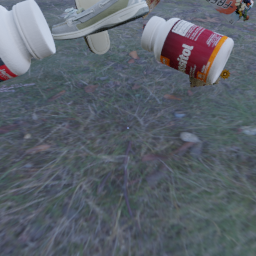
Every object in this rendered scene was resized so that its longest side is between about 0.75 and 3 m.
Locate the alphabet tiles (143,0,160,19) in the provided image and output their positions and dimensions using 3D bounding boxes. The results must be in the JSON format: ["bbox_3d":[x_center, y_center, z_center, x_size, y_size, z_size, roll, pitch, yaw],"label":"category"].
[{"bbox_3d":[0.789,-4.727,9.515,0.077,2.045,1.710,37,78,16],"label":"alphabet tiles"}]

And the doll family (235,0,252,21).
[{"bbox_3d":[3.311,-3.536,7.975,0.423,1.078,0.623,15,-8,41],"label":"doll family"}]

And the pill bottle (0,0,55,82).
[{"bbox_3d":[-2.623,-1.502,5.233,2.264,1.354,1.354,-20,36,1],"label":"pill bottle"}]

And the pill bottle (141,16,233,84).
[{"bbox_3d":[1.405,-1.984,6.922,2.036,1.150,1.150,28,42,18],"label":"pill bottle"}]

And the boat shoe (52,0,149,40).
[{"bbox_3d":[-0.896,-3.133,7.714,2.971,0.953,1.095,-7,20,29],"label":"boat shoe"}]

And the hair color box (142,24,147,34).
[{"bbox_3d":[0.967,-3.199,9.490,0.953,0.484,0.292,6,8,0],"label":"hair color box"}]

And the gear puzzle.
[{"bbox_3d":[2.211,-1.439,7.621,1.089,0.564,0.143,-5,16,21],"label":"gear puzzle"}]

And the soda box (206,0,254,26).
[{"bbox_3d":[2.886,-4.543,9.105,2.484,0.790,0.849,43,42,-2],"label":"soda box"}]

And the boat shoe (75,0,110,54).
[{"bbox_3d":[-1.269,-3.881,9.412,0.978,2.723,0.810,-20,26,-17],"label":"boat shoe"}]
